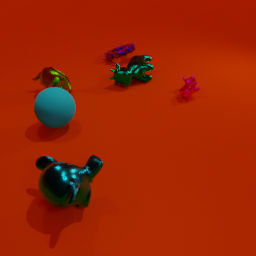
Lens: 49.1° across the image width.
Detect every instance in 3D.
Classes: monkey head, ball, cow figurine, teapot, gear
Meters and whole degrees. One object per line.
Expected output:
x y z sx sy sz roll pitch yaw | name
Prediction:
-1.212 1.023 5.902 1.825 1.100 1.313 29 82 48 | monkey head
-2.174 -0.606 8.348 1.202 1.202 1.202 0 35 0 | ball
2.213 -1.500 10.385 1.006 0.552 0.990 -41 23 -12 | cow figurine
-2.770 -1.675 10.256 1.829 1.137 0.895 27 84 21 | teapot
-0.385 -3.617 13.266 1.469 0.272 1.469 -17 25 8 | gear
0.141 -2.341 11.232 1.720 0.960 1.748 3 41 -4 | cow figurine
